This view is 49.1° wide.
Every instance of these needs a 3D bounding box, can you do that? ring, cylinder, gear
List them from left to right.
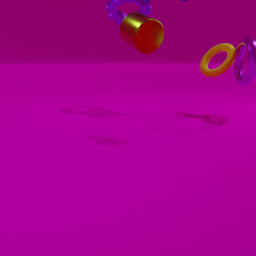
[{"bbox_3d":[0.034,-4.478,10.491,1.669,0.309,1.669,-1,-21,0],"label":"gear"},{"bbox_3d":[0.466,-3.328,9.785,1.174,1.174,1.174,-8,35,-29],"label":"cylinder"},{"bbox_3d":[3.111,-2.358,9.770,0.268,1.339,1.339,33,-6,-35],"label":"ring"},{"bbox_3d":[3.812,-2.135,9.104,0.316,1.582,1.582,0,14,2],"label":"ring"}]

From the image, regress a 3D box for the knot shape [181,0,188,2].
[{"bbox_3d":[1.364,-3.421,6.383,1.094,1.023,0.505,13,10,40],"label":"knot shape"}]
